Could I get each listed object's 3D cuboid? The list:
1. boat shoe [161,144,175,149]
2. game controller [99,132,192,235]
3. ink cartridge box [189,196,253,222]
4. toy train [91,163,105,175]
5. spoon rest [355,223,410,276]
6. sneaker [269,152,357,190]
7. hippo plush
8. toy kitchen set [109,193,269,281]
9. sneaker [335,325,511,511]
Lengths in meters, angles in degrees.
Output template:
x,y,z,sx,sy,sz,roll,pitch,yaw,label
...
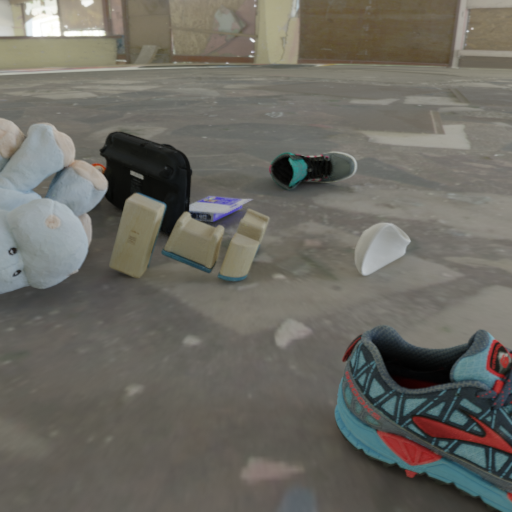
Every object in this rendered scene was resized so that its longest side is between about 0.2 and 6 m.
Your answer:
x,y,z,sx,sy,sz,roll,pitch,yaw,label
-2.020,-1.729,12.071,1.131,0.943,3.031,-1,24,-8,boat shoe
-2.112,-1.394,10.499,0.620,1.536,2.944,-19,30,-34,game controller
-0.764,-0.918,10.971,1.073,0.233,1.063,6,22,30,ink cartridge box
-3.189,-1.886,11.778,1.729,0.640,2.301,-31,8,35,toy train
2.007,-0.173,8.724,0.526,0.862,1.736,27,23,22,spoon rest
1.172,-1.972,12.676,2.032,0.850,1.227,1,17,23,sneaker
-3.492,-0.628,7.781,2.893,2.304,2.326,-7,23,-16,hippo plush
-0.984,-0.246,8.847,1.989,1.172,1.593,22,25,1,toy kitchen set
1.935,1.297,4.571,2.689,1.284,1.066,10,25,23,sneaker
